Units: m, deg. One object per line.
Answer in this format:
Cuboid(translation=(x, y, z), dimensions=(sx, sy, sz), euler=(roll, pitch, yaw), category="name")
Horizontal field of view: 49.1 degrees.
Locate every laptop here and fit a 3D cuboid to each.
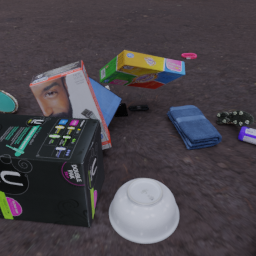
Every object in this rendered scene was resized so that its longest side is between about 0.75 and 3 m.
Cuboid(translation=(-1.640, -0.492, 9.037), dimensions=(2.168, 1.256, 2.030), euler=(-23, 41, -30), category="laptop")

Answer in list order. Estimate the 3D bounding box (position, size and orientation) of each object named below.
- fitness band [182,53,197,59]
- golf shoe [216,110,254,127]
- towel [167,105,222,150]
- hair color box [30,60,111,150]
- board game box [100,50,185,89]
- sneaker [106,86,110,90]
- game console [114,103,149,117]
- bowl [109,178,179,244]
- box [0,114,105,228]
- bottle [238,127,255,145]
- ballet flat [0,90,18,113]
Cuboid(translation=(3.311, -3.910, 15.165), dimensions=(0.821, 0.154, 0.590), euler=(-3, 34, -6), category="fitness band")
Cuboid(translation=(3.603, -0.346, 9.267), dimensions=(0.586, 0.514, 1.331), euler=(-3, 8, -35), category="golf shoe")
Cuboid(translation=(2.116, -0.079, 9.148), dimensions=(1.135, 0.493, 2.032), euler=(-7, 33, -10), category="towel")
Cuboid(translation=(-1.422, -0.394, 7.420), dimensions=(1.334, 2.405, 0.769), euler=(-18, 32, 1), category="hair color box")
Cuboid(translation=(0.437, -1.787, 8.954), dimensions=(2.202, 0.444, 1.685), euler=(2, -10, -29), category="board game box")
Cuboid(translation=(-1.471, -1.380, 10.894), dimensions=(1.579, 0.699, 0.594), euler=(-6, 36, -8), category="sneaker")
Cuboid(translation=(0.120, -0.689, 10.358), dimensions=(1.318, 0.159, 0.778), euler=(-5, 34, -4), category="game console")
Cuboid(translation=(0.366, 1.667, 6.323), dimensions=(1.652, 0.742, 1.652), euler=(-1, 34, 0), category="bowl")
Cuboid(translation=(-1.976, 0.909, 6.356), dimensions=(2.602, 1.933, 1.617), euler=(4, 34, 6), category="box")
Cuboid(translation=(4.078, 0.321, 8.612), dimensions=(1.237, 0.404, 0.517), euler=(18, 29, 23), category="bottle")
Cuboid(translation=(-4.924, -1.072, 10.446), dimensions=(2.223, 0.841, 0.711), euler=(13, 12, 13), category="ballet flat")
